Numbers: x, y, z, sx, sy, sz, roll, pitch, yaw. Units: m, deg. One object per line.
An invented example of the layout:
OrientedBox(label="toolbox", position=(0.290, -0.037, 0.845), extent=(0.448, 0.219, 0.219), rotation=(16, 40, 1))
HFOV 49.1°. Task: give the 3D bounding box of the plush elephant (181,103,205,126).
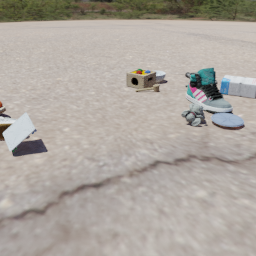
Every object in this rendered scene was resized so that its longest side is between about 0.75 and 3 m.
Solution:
OrientedBox(label="plush elephant", position=(2.124, -0.419, 9.142), extent=(0.660, 0.702, 0.852), rotation=(-39, -6, 0))

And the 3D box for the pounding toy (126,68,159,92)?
OrientedBox(label="pounding toy", position=(0.722, -2.127, 12.452), extent=(1.619, 0.741, 1.422), rotation=(19, 31, 34))

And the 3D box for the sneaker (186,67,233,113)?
OrientedBox(label="sneaker", position=(3.032, -1.494, 10.362), extent=(0.976, 1.410, 2.335), rotation=(-12, 28, -23))

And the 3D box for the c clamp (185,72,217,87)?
OrientedBox(label="c clamp", position=(3.383, -2.415, 13.591), extent=(1.712, 0.271, 2.004), rotation=(-2, 26, -4))

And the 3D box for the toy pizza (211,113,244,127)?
OrientedBox(label="toy pizza", position=(3.249, -0.229, 9.187), extent=(1.045, 0.166, 1.045), rotation=(1, 26, -1))

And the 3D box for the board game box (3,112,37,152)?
OrientedBox(label="board game box", position=(-2.939, 0.107, 7.597), extent=(0.885, 0.114, 0.884), rotation=(-43, 49, -1))

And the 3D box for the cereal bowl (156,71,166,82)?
OrientedBox(label="cereal bowl", position=(1.310, -2.461, 13.521), extent=(0.992, 0.413, 0.992), rotation=(0, 26, 0))

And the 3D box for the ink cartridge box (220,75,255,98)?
OrientedBox(label="ink cartridge box", position=(4.880, -1.730, 11.794), extent=(1.771, 0.591, 1.026), rotation=(13, 29, 24))

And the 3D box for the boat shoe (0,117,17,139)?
OrientedBox(label="boat shoe", position=(-4.021, -0.026, 8.252), extent=(1.915, 0.678, 0.664), rotation=(4, 24, -13))

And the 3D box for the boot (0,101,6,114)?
OrientedBox(label="boot", position=(-5.572, -1.100, 9.412), extent=(2.959, 1.587, 1.110), rotation=(7, 25, 11))
